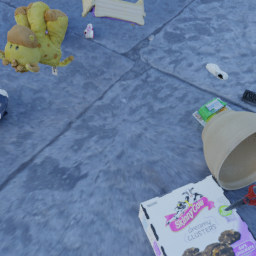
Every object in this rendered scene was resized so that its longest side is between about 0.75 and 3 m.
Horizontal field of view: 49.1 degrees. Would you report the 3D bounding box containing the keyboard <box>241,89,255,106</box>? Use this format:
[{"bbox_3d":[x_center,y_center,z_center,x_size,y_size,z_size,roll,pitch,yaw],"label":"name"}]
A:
[{"bbox_3d":[5.294,-1.110,10.674,1.698,0.175,1.079,25,56,17],"label":"keyboard"}]

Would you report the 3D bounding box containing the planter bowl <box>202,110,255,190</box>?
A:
[{"bbox_3d":[3.173,0.440,8.238,2.328,2.328,1.567,-17,41,-13],"label":"planter bowl"}]

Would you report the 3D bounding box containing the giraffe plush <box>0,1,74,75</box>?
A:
[{"bbox_3d":[-2.838,-2.374,8.077,1.921,2.226,1.805,-2,24,26],"label":"giraffe plush"}]

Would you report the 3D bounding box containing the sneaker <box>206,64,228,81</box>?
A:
[{"bbox_3d":[3.103,-1.972,9.807,0.873,0.325,0.380,39,33,17],"label":"sneaker"}]

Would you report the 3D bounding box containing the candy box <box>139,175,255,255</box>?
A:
[{"bbox_3d":[1.809,2.822,7.040,2.242,0.956,2.673,-19,54,-14],"label":"candy box"}]

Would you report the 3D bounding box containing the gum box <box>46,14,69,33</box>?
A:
[{"bbox_3d":[-3.568,-4.713,13.254,0.995,0.580,1.753,7,52,5],"label":"gum box"}]

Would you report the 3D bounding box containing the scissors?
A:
[{"bbox_3d":[3.171,1.892,7.581,2.301,0.160,0.842,12,55,-33],"label":"scissors"}]

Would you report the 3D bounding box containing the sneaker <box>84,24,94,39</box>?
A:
[{"bbox_3d":[-1.884,-4.613,13.304,0.419,0.387,0.951,-6,51,-8],"label":"sneaker"}]

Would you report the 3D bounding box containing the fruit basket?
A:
[{"bbox_3d":[3.232,-0.302,9.697,1.407,0.712,1.519,-31,61,-22],"label":"fruit basket"}]

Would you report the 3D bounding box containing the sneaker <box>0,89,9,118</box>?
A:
[{"bbox_3d":[-5.535,-0.773,9.998,2.479,0.999,1.815,-7,42,1],"label":"sneaker"}]

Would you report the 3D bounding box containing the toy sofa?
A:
[{"bbox_3d":[-0.447,-3.756,9.076,1.964,0.813,0.958,-2,85,-30],"label":"toy sofa"}]
